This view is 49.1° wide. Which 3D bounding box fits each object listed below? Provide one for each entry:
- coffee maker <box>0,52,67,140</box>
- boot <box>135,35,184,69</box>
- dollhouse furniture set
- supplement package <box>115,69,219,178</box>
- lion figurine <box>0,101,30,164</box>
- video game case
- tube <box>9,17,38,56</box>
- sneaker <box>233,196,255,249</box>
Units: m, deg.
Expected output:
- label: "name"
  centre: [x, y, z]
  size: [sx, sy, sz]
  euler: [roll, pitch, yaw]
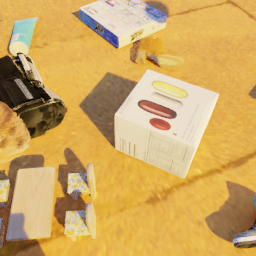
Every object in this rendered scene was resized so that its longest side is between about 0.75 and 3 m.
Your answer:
- label: "coffee maker"
  centre: [-3.187, -0.763, 7.843]
  size: [2.203, 1.545, 2.294]
  euler: [-34, 58, -11]
- label: "boot"
  centre: [1.149, -2.752, 9.868]
  size: [1.747, 0.615, 1.251]
  euler: [7, 57, 14]
- label: "dollhouse furniture set"
  centre: [-1.960, 1.887, 5.382]
  size: [2.590, 1.834, 2.819]
  euler: [-4, 51, -4]
- label: "supplement package"
  centre: [0.965, -0.154, 7.250]
  size: [1.993, 1.466, 1.906]
  euler: [22, 55, 15]
- label: "lion figurine"
  centre: [-2.830, -0.578, 4.881]
  size: [1.079, 2.977, 1.823]
  euler: [-2, 21, 29]
- label: "video game case"
  centre: [-0.221, -4.410, 11.232]
  size: [2.395, 0.600, 2.642]
  euler: [-32, 58, -23]
- label: "tube"
  centre: [-4.003, -3.597, 10.642]
  size: [0.957, 0.623, 2.471]
  euler: [-7, 46, -4]
- label: "sneaker"
  centre: [2.871, 1.959, 6.045]
  size: [1.627, 0.680, 0.982]
  euler: [-5, 56, -14]
